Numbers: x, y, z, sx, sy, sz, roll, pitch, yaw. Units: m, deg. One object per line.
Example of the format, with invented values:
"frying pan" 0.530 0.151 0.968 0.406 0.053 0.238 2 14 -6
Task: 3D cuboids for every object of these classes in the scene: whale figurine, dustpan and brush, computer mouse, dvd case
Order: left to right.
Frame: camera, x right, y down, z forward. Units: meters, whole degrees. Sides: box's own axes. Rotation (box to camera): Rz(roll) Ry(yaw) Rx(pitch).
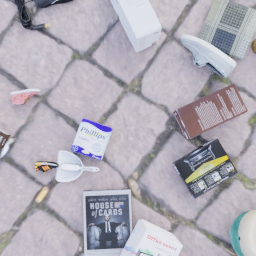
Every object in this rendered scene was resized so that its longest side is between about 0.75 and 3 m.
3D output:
"computer mouse" -3.093 -4.883 10.833 2.730 0.628 1.917 -12 85 0
"dustpan and brush" -1.896 1.482 10.492 1.683 0.482 1.174 4 86 0
"dvd case" -0.739 3.535 10.454 1.833 0.302 2.439 -2 87 -1
"whale figurine" 4.926 3.903 10.042 2.843 1.475 2.262 6 72 -23

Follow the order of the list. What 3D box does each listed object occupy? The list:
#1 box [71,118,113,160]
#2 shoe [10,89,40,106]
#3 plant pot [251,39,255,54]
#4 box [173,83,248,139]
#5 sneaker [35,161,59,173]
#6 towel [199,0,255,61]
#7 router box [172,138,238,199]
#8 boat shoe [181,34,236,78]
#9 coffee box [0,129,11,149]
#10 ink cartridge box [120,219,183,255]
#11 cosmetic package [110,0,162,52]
"box" -1.335 0.420 10.463 1.188 0.678 1.292 19 86 0
"shoe" -3.916 -1.170 10.722 1.148 0.410 0.522 -8 88 5
"plant pot" 5.207 -3.223 10.665 0.704 0.755 0.704 0 87 0
"box" 3.029 -0.596 10.443 2.387 0.894 1.195 -24 87 -3
"sneaker" -3.061 1.500 10.598 0.934 0.327 0.420 4 94 4
"towel" 3.955 -3.908 10.944 1.986 0.356 2.063 24 89 5
"router box" 2.872 1.492 10.480 1.908 0.498 1.500 -30 87 -2
"boat shoe" 2.921 -2.653 10.543 2.337 0.815 0.832 30 96 -5
"coffee box" -5.133 0.264 10.594 1.096 0.437 0.627 27 87 2
"ink cartridge box" 0.664 4.630 9.891 1.591 0.923 2.198 29 86 -14
"cosmetic package" 0.124 -4.486 10.395 1.078 1.480 2.911 -24 85 -1
